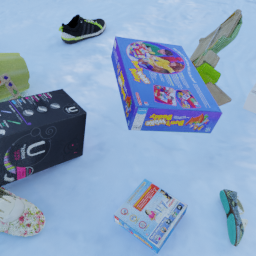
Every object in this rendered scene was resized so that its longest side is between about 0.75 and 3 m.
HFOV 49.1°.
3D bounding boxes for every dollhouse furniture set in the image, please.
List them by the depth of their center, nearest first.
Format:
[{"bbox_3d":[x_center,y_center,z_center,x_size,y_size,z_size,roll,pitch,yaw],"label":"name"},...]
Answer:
[{"bbox_3d":[2.161,-1.473,6.778,1.154,1.506,2.299,40,62,-12],"label":"dollhouse furniture set"}]

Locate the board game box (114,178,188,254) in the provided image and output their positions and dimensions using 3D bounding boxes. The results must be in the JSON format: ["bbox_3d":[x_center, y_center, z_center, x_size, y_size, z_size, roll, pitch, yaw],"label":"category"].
[{"bbox_3d":[0.607,2.287,7.489,1.414,0.403,1.444,30,53,26],"label":"board game box"}]

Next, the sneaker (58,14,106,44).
[{"bbox_3d":[-2.202,-5.153,14.078,0.990,1.144,2.762,36,56,29],"label":"sneaker"}]

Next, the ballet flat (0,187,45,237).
[{"bbox_3d":[-3.482,2.023,7.408,2.757,0.881,1.043,19,58,17],"label":"ballet flat"}]

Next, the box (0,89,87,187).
[{"bbox_3d":[-2.840,0.209,8.147,2.906,1.776,1.541,-21,48,-36],"label":"box"}]

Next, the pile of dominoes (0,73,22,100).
[{"bbox_3d":[-4.461,-0.538,9.322,0.374,1.832,2.350,-6,30,51],"label":"pile of dominoes"}]

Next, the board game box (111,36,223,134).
[{"bbox_3d":[0.532,-0.794,4.765,1.364,0.454,2.029,3,43,-16],"label":"board game box"}]

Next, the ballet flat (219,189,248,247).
[{"bbox_3d":[2.858,2.313,7.383,0.589,0.589,1.588,1,48,1],"label":"ballet flat"}]

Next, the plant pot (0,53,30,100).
[{"bbox_3d":[-4.961,-1.945,10.542,2.089,2.272,2.272,-21,49,-35],"label":"plant pot"}]

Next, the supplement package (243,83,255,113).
[{"bbox_3d":[4.959,-1.141,10.500,0.769,0.775,1.021,28,52,24],"label":"supplement package"}]
